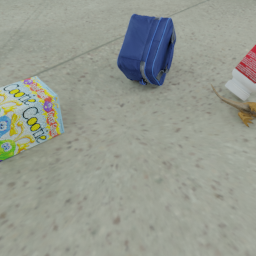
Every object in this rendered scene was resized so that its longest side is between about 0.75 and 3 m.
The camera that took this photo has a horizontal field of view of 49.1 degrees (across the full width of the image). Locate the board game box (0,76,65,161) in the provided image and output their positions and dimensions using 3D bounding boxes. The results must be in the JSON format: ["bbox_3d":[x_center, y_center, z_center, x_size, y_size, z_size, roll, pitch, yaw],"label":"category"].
[{"bbox_3d":[-3.455,-0.189,8.001,2.768,1.452,1.426,-28,47,-29],"label":"board game box"}]

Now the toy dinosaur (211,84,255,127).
[{"bbox_3d":[3.930,-0.640,9.313,2.641,0.798,1.403,18,23,9],"label":"toy dinosaur"}]

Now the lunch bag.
[{"bbox_3d":[0.840,-2.812,10.477,1.697,1.742,2.564,13,83,23],"label":"lunch bag"}]

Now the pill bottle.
[{"bbox_3d":[4.424,-2.019,9.656,1.186,2.113,1.186,32,22,-15],"label":"pill bottle"}]
